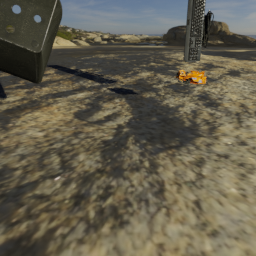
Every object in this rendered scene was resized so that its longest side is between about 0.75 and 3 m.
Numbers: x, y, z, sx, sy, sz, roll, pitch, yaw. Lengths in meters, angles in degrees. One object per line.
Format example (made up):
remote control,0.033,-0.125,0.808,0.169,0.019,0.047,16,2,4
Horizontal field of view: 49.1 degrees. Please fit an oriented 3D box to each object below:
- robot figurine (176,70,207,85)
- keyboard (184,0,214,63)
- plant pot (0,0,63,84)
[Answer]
robot figurine,2.199,-1.813,9.872,1.033,0.301,0.749,4,40,-2
keyboard,2.669,-3.812,10.154,0.550,2.777,1.445,18,26,39
plant pot,-2.853,-2.609,7.012,2.228,2.233,1.981,18,-6,-23
